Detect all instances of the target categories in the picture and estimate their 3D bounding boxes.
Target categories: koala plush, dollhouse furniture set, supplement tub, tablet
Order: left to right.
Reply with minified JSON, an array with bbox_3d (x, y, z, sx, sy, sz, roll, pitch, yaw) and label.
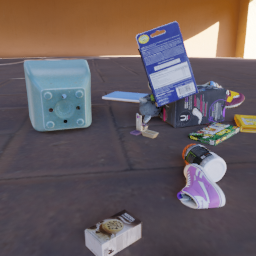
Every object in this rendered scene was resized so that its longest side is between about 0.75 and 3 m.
[{"bbox_3d":[0.260,-1.693,15.521,2.946,0.201,1.917,8,20,20],"label":"tablet"},{"bbox_3d":[0.716,-0.138,9.979,1.043,0.740,0.827,16,24,39],"label":"dollhouse furniture set"},{"bbox_3d":[0.882,-0.822,11.567,1.268,1.223,1.379,-5,15,25],"label":"koala plush"},{"bbox_3d":[1.880,0.846,7.096,0.691,0.691,1.128,-6,20,-16],"label":"supplement tub"}]

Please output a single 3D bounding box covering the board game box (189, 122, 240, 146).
[{"bbox_3d":[3.076,0.174,9.904,0.994,0.223,1.897,18,26,39],"label":"board game box"}]

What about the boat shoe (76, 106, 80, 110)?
[{"bbox_3d":[-2.200,-0.752,11.843,0.461,0.422,1.234,-6,20,-13],"label":"boat shoe"}]

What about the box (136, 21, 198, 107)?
[{"bbox_3d":[1.297,-2.114,9.390,1.492,2.463,0.399,-19,14,0],"label":"box"}]

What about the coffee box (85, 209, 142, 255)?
[{"bbox_3d":[-0.233,1.798,4.772,0.871,0.348,0.492,-16,24,-39],"label":"coffee box"}]

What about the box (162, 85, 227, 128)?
[{"bbox_3d":[2.621,-0.914,11.241,2.246,1.373,1.191,-7,19,-18],"label":"box"}]

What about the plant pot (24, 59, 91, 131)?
[{"bbox_3d":[-2.472,-1.079,10.434,2.453,2.459,2.505,-6,25,-18],"label":"plant pot"}]

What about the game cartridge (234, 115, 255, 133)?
[{"bbox_3d":[5.011,-0.177,10.846,1.505,0.277,1.707,4,20,12],"label":"game cartridge"}]

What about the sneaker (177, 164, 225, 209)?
[{"bbox_3d":[1.390,1.250,6.185,0.830,0.528,1.456,-8,20,-12],"label":"sneaker"}]

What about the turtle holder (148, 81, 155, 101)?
[{"bbox_3d":[1.167,-1.675,10.459,0.900,0.963,1.267,-24,-7,-33],"label":"turtle holder"}]

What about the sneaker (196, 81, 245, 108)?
[{"bbox_3d":[4.358,-1.678,13.617,2.606,1.174,0.976,-2,36,7],"label":"sneaker"}]

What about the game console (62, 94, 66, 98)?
[{"bbox_3d":[-2.717,-1.558,14.008,1.306,0.905,1.530,-1,19,-1],"label":"game console"}]
